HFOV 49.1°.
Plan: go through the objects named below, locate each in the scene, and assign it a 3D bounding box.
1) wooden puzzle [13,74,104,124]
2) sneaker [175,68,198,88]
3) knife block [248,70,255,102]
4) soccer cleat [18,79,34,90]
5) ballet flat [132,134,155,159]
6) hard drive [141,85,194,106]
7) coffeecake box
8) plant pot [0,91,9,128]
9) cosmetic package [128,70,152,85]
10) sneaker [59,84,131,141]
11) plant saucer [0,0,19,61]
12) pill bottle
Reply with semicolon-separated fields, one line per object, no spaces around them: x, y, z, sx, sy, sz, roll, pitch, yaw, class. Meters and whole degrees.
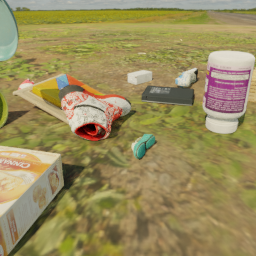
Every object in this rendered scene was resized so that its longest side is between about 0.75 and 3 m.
-2.106;-1.178;9.983;2.849;0.530;2.635;24;32;15;wooden puzzle
2.792;-2.389;13.054;0.727;0.721;2.007;14;27;26;sneaker
5.249;-1.894;11.731;2.887;0.924;2.535;8;25;18;knife block
-3.605;-1.313;11.010;1.991;0.664;0.761;29;74;32;soccer cleat
0.325;0.470;7.310;0.401;0.384;1.140;7;24;27;ballet flat
1.632;-1.327;11.206;1.959;0.322;1.367;6;26;13;hard drive
-2.481;1.242;5.097;1.722;0.820;2.243;7;26;14;coffeecake box
-4.741;-0.565;8.648;1.355;1.427;1.427;-3;22;25;plant pot
0.579;-2.451;13.491;1.115;0.452;0.629;-22;33;-37;cosmetic package
-0.740;-0.298;8.455;2.780;0.928;1.490;10;49;-49;sneaker
-3.055;-2.351;5.992;1.856;1.856;0.334;10;43;21;plant saucer
2.892;-1.037;8.276;1.271;2.263;1.271;0;25;0;pill bottle
